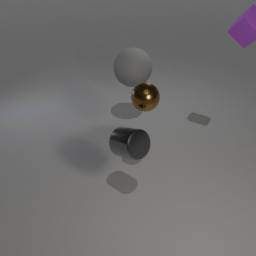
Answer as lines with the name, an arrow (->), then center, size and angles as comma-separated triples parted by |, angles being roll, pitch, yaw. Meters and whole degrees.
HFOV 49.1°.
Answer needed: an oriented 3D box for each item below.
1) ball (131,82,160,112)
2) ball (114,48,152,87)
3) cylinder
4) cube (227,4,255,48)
ball -> 0.418, -0.741, 6.738 | 0.700, 0.700, 0.700 | 0, 32, 0
ball -> 0.177, -2.185, 10.145 | 1.400, 1.400, 1.400 | 0, 32, 0
cylinder -> 0.038, 0.348, 6.453 | 0.700, 0.700, 0.700 | -26, 20, -35
cube -> 3.388, -2.841, 7.861 | 0.700, 0.700, 0.700 | 41, 65, -6
